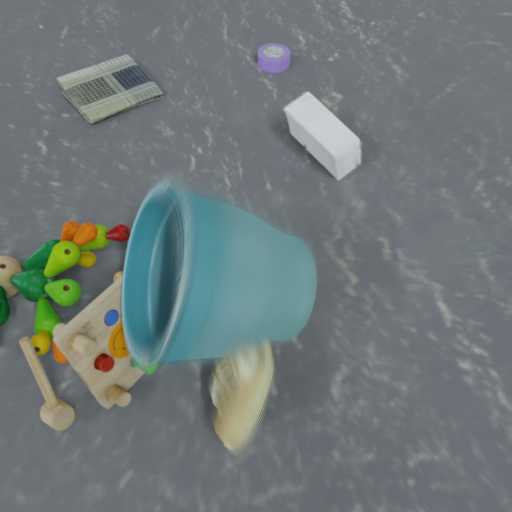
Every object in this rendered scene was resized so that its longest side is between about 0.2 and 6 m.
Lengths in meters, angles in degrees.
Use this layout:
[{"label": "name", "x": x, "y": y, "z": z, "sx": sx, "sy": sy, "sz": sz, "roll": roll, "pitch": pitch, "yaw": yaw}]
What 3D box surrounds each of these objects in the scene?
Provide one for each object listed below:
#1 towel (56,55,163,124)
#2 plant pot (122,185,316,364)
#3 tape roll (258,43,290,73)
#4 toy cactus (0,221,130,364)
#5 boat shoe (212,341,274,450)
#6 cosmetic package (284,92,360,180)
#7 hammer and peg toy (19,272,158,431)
[{"label": "towel", "x": -3.109, "y": -3.526, "z": 11.879, "sx": 1.777, "sy": 0.307, "sz": 1.711, "roll": -28, "pitch": 59, "yaw": -23}, {"label": "plant pot", "x": -0.386, "y": 0.283, "z": 6.501, "sx": 1.815, "sy": 1.932, "sz": 1.932, "roll": 7, "pitch": 46, "yaw": -30}, {"label": "tape roll", "x": 0.396, "y": -4.431, "z": 12.535, "sx": 0.718, "sy": 0.305, "sz": 0.718, "roll": 0, "pitch": 51, "yaw": 0}, {"label": "toy cactus", "x": -3.309, "y": 0.430, "z": 8.245, "sx": 2.316, "sy": 1.435, "sz": 2.806, "roll": 8, "pitch": 52, "yaw": 30}, {"label": "boat shoe", "x": -0.228, "y": 1.269, "z": 7.280, "sx": 0.781, "sy": 0.906, "sz": 2.482, "roll": 24, "pitch": 47, "yaw": -10}, {"label": "cosmetic package", "x": 1.230, "y": -2.191, "z": 10.256, "sx": 0.595, "sy": 0.828, "sz": 1.467, "roll": -37, "pitch": 64, "yaw": -4}, {"label": "hammer and peg toy", "x": -1.965, "y": 1.248, "z": 7.235, "sx": 0.727, "sy": 1.515, "sz": 2.060, "roll": 18, "pitch": 50, "yaw": 38}]
